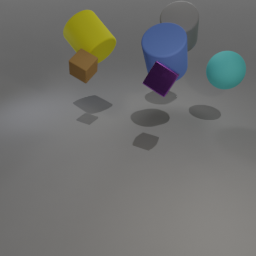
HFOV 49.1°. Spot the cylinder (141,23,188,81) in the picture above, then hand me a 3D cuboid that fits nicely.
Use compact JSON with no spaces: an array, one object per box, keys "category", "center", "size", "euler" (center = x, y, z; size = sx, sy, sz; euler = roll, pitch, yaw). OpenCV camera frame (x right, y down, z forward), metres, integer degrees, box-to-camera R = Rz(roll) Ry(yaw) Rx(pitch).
[{"category":"cylinder","center":[1.224,-2.415,9.135],"size":[1.400,1.400,1.400],"euler":[-5,63,10]}]

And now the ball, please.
[{"category":"ball","center":[3.614,-2.132,10.366],"size":[1.400,1.400,1.400],"euler":[0,29,0]}]

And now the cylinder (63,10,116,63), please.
[{"category":"cylinder","center":[-1.376,-3.235,10.123],"size":[1.400,1.400,1.400],"euler":[-31,79,-43]}]

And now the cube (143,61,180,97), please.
[{"category":"cube","center":[0.913,-1.342,7.611],"size":[0.700,0.700,0.700],"euler":[34,18,4]}]

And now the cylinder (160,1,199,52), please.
[{"category":"cylinder","center":[1.967,-3.805,10.706],"size":[1.400,1.400,1.400],"euler":[-3,72,10]}]

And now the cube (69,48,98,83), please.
[{"category":"cube","center":[-1.493,-2.077,9.401],"size":[0.700,0.700,0.700],"euler":[31,62,8]}]
